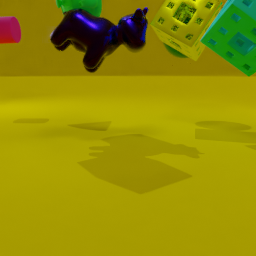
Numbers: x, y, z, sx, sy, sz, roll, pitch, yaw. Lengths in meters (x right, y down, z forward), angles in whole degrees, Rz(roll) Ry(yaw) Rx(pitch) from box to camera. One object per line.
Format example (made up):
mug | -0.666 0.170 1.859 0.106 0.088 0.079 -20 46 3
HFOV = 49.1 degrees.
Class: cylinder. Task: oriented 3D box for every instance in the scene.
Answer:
cylinder | -3.873 -3.053 8.754 0.788 0.788 0.788 -1 11 2

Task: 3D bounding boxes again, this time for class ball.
ball | 1.632 -2.673 8.016 1.332 1.332 1.332 0 11 0

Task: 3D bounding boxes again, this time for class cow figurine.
cow figurine | -0.476 -1.918 5.537 1.673 1.646 0.918 35 -1 -5

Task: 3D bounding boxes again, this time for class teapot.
teapot | -1.087 -2.732 6.015 0.880 1.118 1.797 -19 33 -23

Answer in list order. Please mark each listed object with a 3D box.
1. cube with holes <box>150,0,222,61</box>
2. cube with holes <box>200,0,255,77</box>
cube with holes | 1.441 -2.533 6.766 1.149 1.149 1.149 36 9 16
cube with holes | 2.482 -2.073 5.425 1.285 1.285 1.285 35 -15 -1
